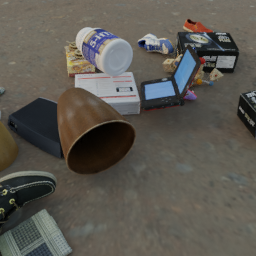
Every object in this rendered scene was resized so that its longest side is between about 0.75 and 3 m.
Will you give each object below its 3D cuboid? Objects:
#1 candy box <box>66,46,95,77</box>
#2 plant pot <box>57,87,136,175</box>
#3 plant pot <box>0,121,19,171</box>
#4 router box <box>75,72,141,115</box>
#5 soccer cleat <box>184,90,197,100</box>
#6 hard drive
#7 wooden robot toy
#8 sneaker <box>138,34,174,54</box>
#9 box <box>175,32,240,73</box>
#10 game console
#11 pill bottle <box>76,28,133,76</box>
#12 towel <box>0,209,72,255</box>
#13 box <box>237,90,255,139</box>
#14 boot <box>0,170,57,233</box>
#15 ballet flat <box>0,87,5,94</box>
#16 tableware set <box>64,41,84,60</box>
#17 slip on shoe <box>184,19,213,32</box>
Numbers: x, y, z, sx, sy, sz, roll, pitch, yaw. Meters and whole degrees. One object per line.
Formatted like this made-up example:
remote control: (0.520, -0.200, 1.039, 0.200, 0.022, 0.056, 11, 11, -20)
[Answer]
candy box: (-2.374, -3.362, 13.836, 1.263, 0.605, 2.188, -7, 41, -10)
plant pot: (-1.272, -0.137, 8.701, 2.200, 2.200, 2.354, -20, 51, -22)
plant pot: (-4.536, 0.259, 8.738, 1.706, 1.831, 1.706, 0, 42, 0)
router box: (-0.896, -1.435, 11.552, 2.528, 0.618, 2.269, -3, 41, -6)
soccer cleat: (2.040, -1.512, 11.857, 1.738, 0.580, 0.665, 29, 87, 18)
hard drive: (-2.843, -0.166, 10.144, 2.842, 0.601, 1.917, 26, 47, 27)
wooden robot toy: (2.609, -2.402, 12.395, 2.890, 1.273, 1.312, 29, 59, 30)
sneaker: (1.445, -4.308, 14.895, 1.004, 0.858, 2.279, -31, 40, -21)
box: (3.815, -3.803, 13.919, 2.712, 1.168, 2.221, 2, 40, 3)
game console: (1.416, -1.902, 10.216, 2.152, 1.482, 2.497, -8, 29, 7)
pill bottle: (-1.046, -3.122, 11.083, 1.420, 1.420, 2.373, -26, 45, -27)
towel: (-2.338, 2.901, 6.939, 1.427, 0.256, 1.482, -29, 50, -25)
box: (5.583, -0.523, 9.917, 2.546, 1.097, 2.085, -14, 43, -3)
boot: (-3.177, 2.368, 6.899, 2.980, 1.076, 2.251, -14, 45, -7)
ballet flat: (-5.691, -1.493, 11.835, 0.439, 0.439, 1.220, 14, 43, 16)
tableware set: (-2.430, -3.899, 13.726, 1.114, 0.338, 1.686, -16, 43, -20)
slip on shoe: (4.269, -6.073, 16.972, 0.769, 0.635, 2.075, -29, 50, -32)
